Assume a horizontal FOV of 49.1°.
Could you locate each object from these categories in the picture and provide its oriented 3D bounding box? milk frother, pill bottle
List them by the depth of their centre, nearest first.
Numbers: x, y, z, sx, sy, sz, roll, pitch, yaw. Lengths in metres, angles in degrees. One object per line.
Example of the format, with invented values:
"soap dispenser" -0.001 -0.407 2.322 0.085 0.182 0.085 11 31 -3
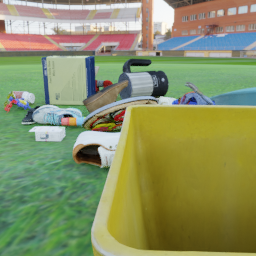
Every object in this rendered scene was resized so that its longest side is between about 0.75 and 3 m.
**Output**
"pill bottle" -5.619 -1.582 14.818 1.230 0.690 0.690 3 17 12
"milk frother" 0.536 -2.550 16.755 2.555 2.451 2.716 -9 -24 -28

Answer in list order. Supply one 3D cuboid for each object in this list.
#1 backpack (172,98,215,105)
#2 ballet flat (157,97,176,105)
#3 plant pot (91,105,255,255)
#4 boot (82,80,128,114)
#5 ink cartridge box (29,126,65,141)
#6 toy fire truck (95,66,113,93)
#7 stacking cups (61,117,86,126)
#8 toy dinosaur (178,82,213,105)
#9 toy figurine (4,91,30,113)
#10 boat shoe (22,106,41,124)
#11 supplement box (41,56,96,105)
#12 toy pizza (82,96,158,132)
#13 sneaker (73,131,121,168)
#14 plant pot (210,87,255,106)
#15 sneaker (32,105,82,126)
"backpack" 2.133 -0.448 9.836 1.387 1.343 1.653 -8 19 -17
"ballet flat" 1.102 -0.869 11.591 2.666 0.852 1.008 -9 57 -8
"plant pot" 1.248 1.199 2.480 2.647 2.335 2.647 0 16 3
"boot" -0.848 -1.361 12.635 2.614 0.986 0.962 -38 16 -35
"ink cartridge box" -2.696 0.193 9.381 1.048 0.353 0.614 1 16 3
"toy fire truck" -1.640 -2.686 16.555 1.590 1.807 1.163 1 17 6
"stacking cups" -1.796 -0.268 10.477 1.346 0.407 0.407 2 16 -9
"toy dinosaur" 2.391 -0.195 8.470 2.615 1.373 2.373 28 34 -19
"toy figurine" -5.357 -1.127 13.759 1.055 0.929 1.762 24 4 -33
"boat shoe" -3.950 -0.579 11.652 0.617 0.547 1.651 3 17 9
"supplement box" -3.081 -2.578 15.006 2.461 2.464 1.654 1 17 2
"toy pizza" -0.217 -0.336 9.424 2.695 0.427 2.695 -18 -11 -4
"sneaker" -0.126 0.635 7.180 2.656 0.967 1.125 -5 26 9
"plant pot" 4.041 -0.617 10.083 1.631 1.630 2.308 -16 14 -42
"sneaker" -2.781 -0.451 10.928 1.934 0.751 0.835 -2 20 -7
